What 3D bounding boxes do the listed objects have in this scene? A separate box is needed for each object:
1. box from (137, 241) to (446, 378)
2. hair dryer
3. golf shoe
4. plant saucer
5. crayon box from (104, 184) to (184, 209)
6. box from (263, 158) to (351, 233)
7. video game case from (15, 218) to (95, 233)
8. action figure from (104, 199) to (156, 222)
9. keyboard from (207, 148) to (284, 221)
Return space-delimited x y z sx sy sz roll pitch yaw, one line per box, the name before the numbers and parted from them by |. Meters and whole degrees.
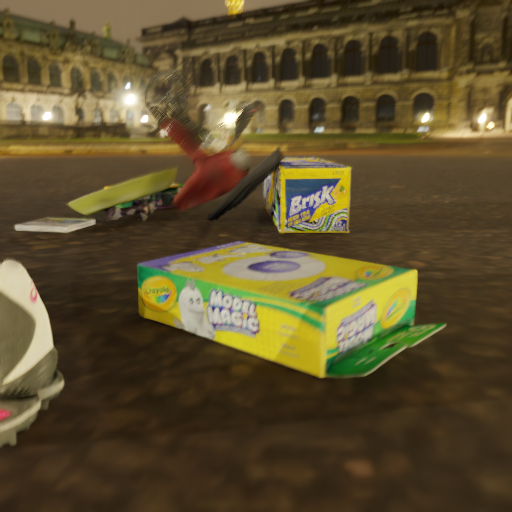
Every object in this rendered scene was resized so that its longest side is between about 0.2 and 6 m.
box | 0.271 0.389 5.158 2.581 0.624 1.514 12 18 39
hair dryer | -1.133 -2.077 10.993 2.143 2.814 0.764 20 37 10
golf shoe | -2.425 0.554 3.447 2.378 1.047 0.918 -2 13 -4
plant saucer | -2.720 -1.303 11.728 2.346 0.364 2.346 -18 8 3
crayon box | -2.648 -1.521 14.015 1.765 0.514 1.523 -10 16 -39
box | 0.948 -1.381 11.742 1.342 1.232 3.831 -1 13 -3
video game case | -3.837 -0.594 10.746 1.096 0.121 0.998 3 13 15
action figure | -2.578 -0.933 11.596 1.071 0.372 0.697 -11 22 -26
keyboard | -0.122 -1.360 10.734 1.378 0.294 2.295 -45 5 -25
